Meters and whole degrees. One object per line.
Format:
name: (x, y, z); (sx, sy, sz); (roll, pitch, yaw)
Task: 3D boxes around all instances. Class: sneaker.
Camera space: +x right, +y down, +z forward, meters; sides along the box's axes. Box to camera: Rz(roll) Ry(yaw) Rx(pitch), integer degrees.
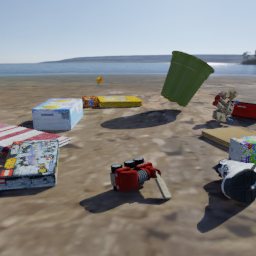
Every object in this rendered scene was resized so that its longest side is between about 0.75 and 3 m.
sneaker: (2.286, 1.128, 6.157); (1.875, 0.707, 1.079); (-3, 4, -44)

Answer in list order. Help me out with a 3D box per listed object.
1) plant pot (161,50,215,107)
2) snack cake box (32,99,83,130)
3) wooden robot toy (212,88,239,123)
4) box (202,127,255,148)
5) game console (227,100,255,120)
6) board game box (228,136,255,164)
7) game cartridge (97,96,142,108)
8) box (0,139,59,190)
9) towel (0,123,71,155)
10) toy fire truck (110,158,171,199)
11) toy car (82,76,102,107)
plant pot: (2.970, -2.511, 15.195); (2.529, 2.402, 2.529); (26, 5, -3)
snack cake box: (-2.980, -0.660, 12.318); (1.545, 0.903, 2.687); (-1, 15, 1)
wooden robot toy: (4.190, -0.885, 12.797); (1.079, 1.111, 2.449); (36, 53, -3)
box: (3.891, 0.369, 9.660); (1.797, 0.234, 2.198); (-5, 16, -18)
game console: (5.753, -0.950, 13.365); (0.935, 1.357, 1.575); (-47, 36, -22)
board game box: (3.562, 0.612, 7.912); (1.192, 0.625, 0.614); (-4, 16, -13)
game cartridge: (-0.566, -1.661, 17.252); (2.553, 0.414, 2.251); (-4, 15, -11)
box: (-2.390, 0.842, 7.012); (1.234, 0.359, 1.802); (-3, 24, -10)
towel: (-3.630, 0.394, 9.101); (2.904, 0.330, 2.092); (11, 16, 16)
toy fire truck: (0.313, 1.137, 6.041); (1.008, 0.737, 1.145); (-11, 8, -38)
toy car: (-2.198, -2.074, 16.145); (1.012, 2.062, 0.686); (22, 28, 12)
